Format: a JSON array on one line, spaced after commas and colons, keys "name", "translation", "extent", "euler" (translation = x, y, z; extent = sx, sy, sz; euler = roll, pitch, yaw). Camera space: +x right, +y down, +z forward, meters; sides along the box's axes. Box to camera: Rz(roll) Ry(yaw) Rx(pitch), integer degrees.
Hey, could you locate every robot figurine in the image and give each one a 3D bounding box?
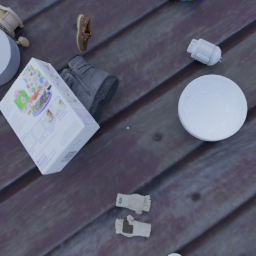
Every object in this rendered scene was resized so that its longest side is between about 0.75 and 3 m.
[{"name": "robot figurine", "translation": [2.448, -2.390, 8.859], "extent": [1.108, 0.625, 0.939], "euler": [26, 48, 4]}]

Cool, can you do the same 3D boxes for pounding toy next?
[{"name": "pounding toy", "translation": [-3.995, -3.243, 8.798], "extent": [1.782, 1.019, 1.022], "euler": [36, 83, 6]}]

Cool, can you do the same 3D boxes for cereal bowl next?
[{"name": "cereal bowl", "translation": [2.461, -0.553, 8.478], "extent": [1.981, 0.825, 1.981], "euler": [0, 81, -1]}]

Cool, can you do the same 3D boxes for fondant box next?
[{"name": "fondant box", "translation": [-2.274, -0.337, 7.806], "extent": [1.895, 0.765, 2.627], "euler": [-46, 71, 19]}]

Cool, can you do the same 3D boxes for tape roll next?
[{"name": "tape roll", "translation": [-4.381, -2.238, 8.751], "extent": [1.843, 0.609, 1.843], "euler": [0, 86, 6]}]

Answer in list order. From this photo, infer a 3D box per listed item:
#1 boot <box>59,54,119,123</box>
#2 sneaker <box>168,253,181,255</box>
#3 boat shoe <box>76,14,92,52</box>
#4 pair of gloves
[{"name": "boot", "translation": [-1.609, -0.844, 8.618], "extent": [1.727, 0.916, 2.624], "euler": [30, 77, 12]}, {"name": "sneaker", "translation": [0.764, 4.421, 7.629], "extent": [2.220, 0.971, 0.819], "euler": [-42, 83, -6]}, {"name": "boat shoe", "translation": [-1.266, -2.725, 8.172], "extent": [0.368, 1.091, 0.393], "euler": [19, 40, 14]}, {"name": "pair of gloves", "translation": [0.154, 2.583, 8.306], "extent": [1.055, 0.217, 1.240], "euler": [1, 79, 4]}]
